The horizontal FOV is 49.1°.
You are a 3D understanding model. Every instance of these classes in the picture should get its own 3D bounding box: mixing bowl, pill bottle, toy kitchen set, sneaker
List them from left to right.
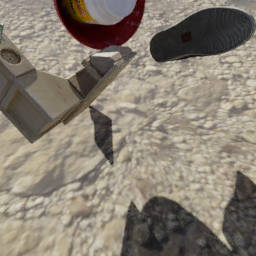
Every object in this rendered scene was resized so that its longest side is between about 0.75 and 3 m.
[{"bbox_3d":[-1.491,-1.620,6.042,2.420,2.188,2.682,48,40,-4],"label":"toy kitchen set"},{"bbox_3d":[-0.982,-3.581,7.719,2.663,2.663,1.442,-28,33,-23],"label":"mixing bowl"},{"bbox_3d":[-0.795,-3.349,7.218,1.267,1.267,2.319,-29,33,-23],"label":"pill bottle"},{"bbox_3d":[2.049,-2.423,7.208,1.531,1.078,2.882,-23,17,-38],"label":"sneaker"}]

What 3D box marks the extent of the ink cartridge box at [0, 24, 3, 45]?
[{"bbox_3d":[-2.827,-1.733,4.626,1.258,0.373,0.653,15,9,4],"label":"ink cartridge box"}]
